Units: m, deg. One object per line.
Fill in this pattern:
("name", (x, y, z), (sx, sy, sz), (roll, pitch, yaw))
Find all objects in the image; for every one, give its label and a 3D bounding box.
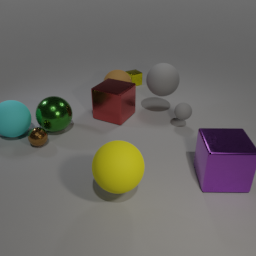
("cube", (0.316, -2.739, 15.363), (0.700, 0.700, 0.700), (-17, 34, -26))
("ball", (-0.506, -2.123, 13.606), (1.400, 1.400, 1.400), (0, 30, 0))
("ball", (2.190, -0.661, 11.130), (0.700, 0.700, 0.700), (0, 30, 0))
("ball", (-4.395, -0.350, 10.600), (1.400, 1.400, 1.400), (0, 30, 0))
("ball", (1.480, -2.045, 11.902), (1.400, 1.400, 1.400), (0, 30, 0))
("cube", (2.856, 0.937, 8.384), (1.400, 1.400, 1.400), (0, 30, 1))
("ball", (-3.266, 0.318, 10.158), (0.700, 0.700, 0.700), (0, 30, 0))
("ball", (-0.260, 1.031, 7.466), (1.400, 1.400, 1.400), (0, 30, 0))
("cube", (-0.588, -1.161, 11.974), (1.400, 1.400, 1.400), (15, 33, 23))
("ball", (-2.873, -0.539, 10.917), (1.400, 1.400, 1.400), (0, 30, 0))
